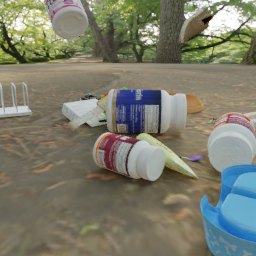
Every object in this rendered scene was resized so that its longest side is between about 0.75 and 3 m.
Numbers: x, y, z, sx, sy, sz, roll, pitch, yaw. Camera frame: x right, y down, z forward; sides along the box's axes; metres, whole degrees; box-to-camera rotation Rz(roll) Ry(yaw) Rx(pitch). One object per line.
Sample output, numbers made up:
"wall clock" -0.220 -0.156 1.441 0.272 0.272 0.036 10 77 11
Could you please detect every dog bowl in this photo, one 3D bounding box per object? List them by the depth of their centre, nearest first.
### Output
"dog bowl" 1.705 1.105 3.723 1.178 0.524 2.114 10 18 31

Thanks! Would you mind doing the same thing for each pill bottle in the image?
"pill bottle" 0.013 0.538 5.331 1.267 0.723 0.723 12 20 37
"pill bottle" 2.183 0.286 5.866 0.934 0.934 1.704 6 17 22
"pill bottle" 0.528 -0.469 7.970 2.156 1.247 1.247 1 16 3
"pill bottle" -2.141 -4.048 9.302 1.156 1.156 2.040 -8 57 -26

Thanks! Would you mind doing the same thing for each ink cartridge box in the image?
"ink cartridge box" -1.225 -0.417 9.655 1.419 0.498 1.746 -14 42 -41

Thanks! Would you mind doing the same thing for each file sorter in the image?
"file sorter" -4.582 -1.041 10.231 1.794 1.117 1.245 -7 18 -25

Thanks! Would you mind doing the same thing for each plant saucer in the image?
"plant saucer" 1.819 -1.079 11.535 2.563 0.480 2.563 0 15 0

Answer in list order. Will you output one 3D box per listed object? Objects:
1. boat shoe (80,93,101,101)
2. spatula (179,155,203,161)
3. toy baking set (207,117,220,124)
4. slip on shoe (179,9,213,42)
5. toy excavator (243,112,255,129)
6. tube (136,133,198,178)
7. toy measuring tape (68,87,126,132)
"boat shoe" -1.603 -1.253 12.123 0.529 0.476 1.496 -13 20 -38
"spatula" 1.219 0.660 6.104 0.786 0.081 0.222 -1 14 -2
"toy baking set" 3.002 -0.255 9.296 0.852 0.099 0.654 0 16 -1
"slip on shoe" 2.044 -3.047 8.375 0.469 0.589 1.548 26 53 22
"toy excavator" 4.331 -0.097 6.993 2.613 1.305 2.540 -5 13 17
"tube" 0.720 0.550 5.816 0.513 0.459 1.767 -11 19 -22
"toy measuring tape" -0.791 -0.480 8.960 2.549 0.938 0.938 -36 33 -28
